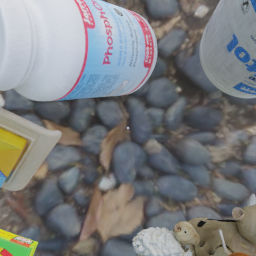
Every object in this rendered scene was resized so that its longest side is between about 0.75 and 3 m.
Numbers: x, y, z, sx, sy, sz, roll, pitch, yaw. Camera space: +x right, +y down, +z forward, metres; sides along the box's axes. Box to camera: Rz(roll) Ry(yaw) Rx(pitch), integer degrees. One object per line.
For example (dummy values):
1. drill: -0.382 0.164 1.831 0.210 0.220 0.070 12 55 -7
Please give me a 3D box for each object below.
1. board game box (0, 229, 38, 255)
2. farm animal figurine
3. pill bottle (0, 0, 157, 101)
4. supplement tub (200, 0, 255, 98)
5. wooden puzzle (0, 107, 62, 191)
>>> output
1. board game box: -1.793 1.990 2.764 0.999 0.468 1.967 22 71 -5
2. farm animal figurine: 1.689 1.638 3.830 2.509 2.482 1.308 27 61 -38
3. pill bottle: -0.882 -1.225 4.290 1.579 2.905 1.579 7 103 33
4. supplement tub: 2.300 -1.600 4.104 1.942 2.944 1.942 0 85 2
5. wooden puzzle: -2.404 0.263 4.265 2.224 2.058 0.414 24 45 -22
